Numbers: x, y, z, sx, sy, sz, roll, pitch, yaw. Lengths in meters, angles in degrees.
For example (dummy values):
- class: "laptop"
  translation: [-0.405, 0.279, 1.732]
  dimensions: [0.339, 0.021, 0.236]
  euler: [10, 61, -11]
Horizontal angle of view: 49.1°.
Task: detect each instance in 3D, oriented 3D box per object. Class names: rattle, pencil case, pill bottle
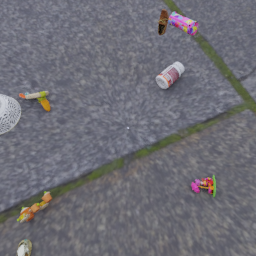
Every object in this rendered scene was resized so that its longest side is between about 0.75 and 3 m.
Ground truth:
- class: "rattle"
  translation: [-3.472, -0.998, 10.510]
  dimensions: [1.087, 0.776, 0.707]
  euler: [-10, 30, 12]
- class: "pencil case"
  translation: [1.954, -3.714, 9.929]
  dimensions: [0.528, 0.528, 1.195]
  euler: [-35, 50, -16]
- class: "pill bottle"
  translation: [1.638, -2.040, 10.787]
  dimensions: [1.092, 0.598, 0.598]
  euler: [-42, 70, -18]

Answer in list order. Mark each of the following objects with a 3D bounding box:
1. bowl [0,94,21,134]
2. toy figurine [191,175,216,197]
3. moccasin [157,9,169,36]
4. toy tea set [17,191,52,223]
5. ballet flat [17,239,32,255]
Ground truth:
- class: "bowl"
  translation: [-4.778, -0.649, 9.985]
  dimensions: [1.673, 0.785, 1.673]
  euler: [0, 63, -1]
- class: "toy figurine"
  translation: [2.396, 1.809, 8.949]
  dimensions: [0.718, 0.586, 0.780]
  euler: [3, 41, 12]
- class: "moccasin"
  translation: [1.022, -3.150, 8.366]
  dimensions: [0.283, 0.774, 0.299]
  euler: [28, 48, 14]
- class: "toy tea set"
  translation: [-2.846, 2.352, 8.511]
  dimensions: [1.186, 0.705, 0.439]
  euler: [-38, 77, -17]
- class: "ballet flat"
  translation: [-3.012, 3.830, 7.915]
  dimensions: [0.455, 0.455, 1.287]
  euler: [1, 63, 0]
